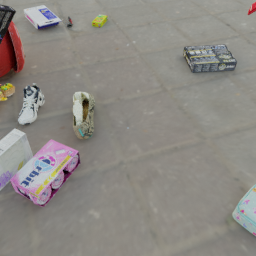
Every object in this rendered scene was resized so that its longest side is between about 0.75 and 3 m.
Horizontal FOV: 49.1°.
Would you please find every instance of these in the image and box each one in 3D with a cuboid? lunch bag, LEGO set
[{"bbox_3d":[2.899,1.754,5.985,1.129,0.435,0.905,-32,53,-29],"label":"lunch bag"},{"bbox_3d":[-4.558,-0.976,8.090,2.630,0.979,1.210,-28,30,-29],"label":"LEGO set"}]

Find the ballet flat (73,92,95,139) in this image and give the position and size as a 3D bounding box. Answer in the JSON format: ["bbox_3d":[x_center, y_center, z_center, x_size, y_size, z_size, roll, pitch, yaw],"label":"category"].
[{"bbox_3d":[-1.325,-0.579,8.097,0.683,0.758,2.014,-18,44,8],"label":"ballet flat"}]

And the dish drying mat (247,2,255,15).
[{"bbox_3d":[3.316,-3.146,7.141,0.081,0.340,0.886,28,7,-3],"label":"dish drying mat"}]

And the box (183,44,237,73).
[{"bbox_3d":[3.039,-2.632,10.495,1.648,0.405,1.329,-5,43,-5],"label":"box"}]

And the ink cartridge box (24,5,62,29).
[{"bbox_3d":[-3.963,-5.104,13.029,1.057,0.414,2.233,-24,47,-23],"label":"ink cartridge box"}]

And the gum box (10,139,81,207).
[{"bbox_3d":[-1.932,1.052,6.649,0.863,0.503,1.521,21,48,20],"label":"gum box"}]

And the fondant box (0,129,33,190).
[{"bbox_3d":[-2.892,0.779,6.626,0.375,0.928,1.287,22,49,19],"label":"fondant box"}]

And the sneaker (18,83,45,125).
[{"bbox_3d":[-2.924,-0.796,8.284,0.532,0.867,1.332,11,46,12],"label":"sneaker"}]

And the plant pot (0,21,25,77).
[{"bbox_3d":[-4.714,-2.705,9.304,2.029,2.228,2.228,-22,48,-28],"label":"plant pot"}]

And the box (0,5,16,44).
[{"bbox_3d":[-3.259,-2.363,6.357,0.249,0.984,1.377,42,24,4],"label":"box"}]

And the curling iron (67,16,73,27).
[{"bbox_3d":[-2.735,-5.012,13.114,0.276,0.142,1.114,-8,45,-8],"label":"curling iron"}]

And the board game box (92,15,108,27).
[{"bbox_3d":[-1.300,-4.991,13.041,0.448,0.210,0.882,13,46,13],"label":"board game box"}]
